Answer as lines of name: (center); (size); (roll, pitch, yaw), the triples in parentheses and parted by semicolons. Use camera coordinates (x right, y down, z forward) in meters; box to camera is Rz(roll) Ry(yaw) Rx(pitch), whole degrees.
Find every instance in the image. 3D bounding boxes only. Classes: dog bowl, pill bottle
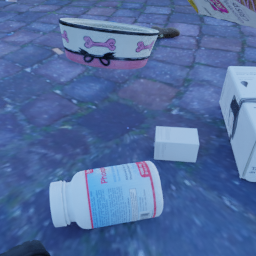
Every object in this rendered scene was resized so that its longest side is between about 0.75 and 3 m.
dog bowl: (-0.452, -1.946, 6.414); (2.233, 0.823, 2.233); (7, 24, -3)
pill bottle: (-0.382, 1.190, 4.918); (1.829, 0.994, 0.994); (-7, 39, -10)

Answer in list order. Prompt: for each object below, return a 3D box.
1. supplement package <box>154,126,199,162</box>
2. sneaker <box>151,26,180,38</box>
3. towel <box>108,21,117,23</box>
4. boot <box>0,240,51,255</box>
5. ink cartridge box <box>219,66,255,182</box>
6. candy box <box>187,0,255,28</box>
supplement package: (1.074, 0.365, 6.317); (0.938, 0.562, 0.569); (4, 38, 5)
sneaker: (1.573, -4.077, 12.179); (1.339, 0.471, 0.506); (13, 61, 18)
towel: (-0.997, -4.816, 13.184); (0.968, 0.235, 0.541); (-23, 43, -25)
boot: (-1.640, 2.673, 3.002); (2.622, 1.001, 2.203); (-19, 38, -32)
ink cartridge box: (3.534, -0.220, 6.489); (2.161, 1.247, 2.979); (4, 38, 5)
candy box: (1.290, -1.670, 3.008); (1.356, 0.606, 1.988); (25, 12, -43)
